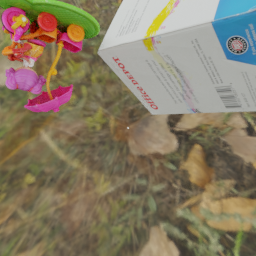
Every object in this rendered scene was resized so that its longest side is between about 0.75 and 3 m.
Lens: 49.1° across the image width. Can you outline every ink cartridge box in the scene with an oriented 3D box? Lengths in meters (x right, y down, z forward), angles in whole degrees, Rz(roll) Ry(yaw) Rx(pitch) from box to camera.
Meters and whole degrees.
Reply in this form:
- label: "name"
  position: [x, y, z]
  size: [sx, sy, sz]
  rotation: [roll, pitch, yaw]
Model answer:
- label: "ink cartridge box"
  position: [1.328, -1.626, 5.060]
  size: [2.776, 2.044, 2.008]
  rotation: [1, 58, 40]

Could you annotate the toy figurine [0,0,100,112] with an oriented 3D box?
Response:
- label: "toy figurine"
  position: [-1.389, -1.049, 4.409]
  size: [1.712, 1.285, 1.576]
  rotation: [13, 85, -36]
